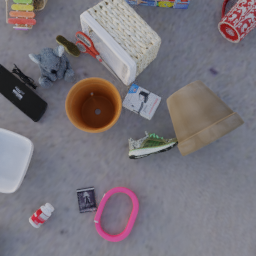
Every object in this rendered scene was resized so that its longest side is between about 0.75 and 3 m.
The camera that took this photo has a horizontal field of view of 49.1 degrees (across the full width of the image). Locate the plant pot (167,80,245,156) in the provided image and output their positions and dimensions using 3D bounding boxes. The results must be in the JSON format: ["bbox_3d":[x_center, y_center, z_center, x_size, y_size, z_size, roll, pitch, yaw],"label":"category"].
[{"bbox_3d":[2.325,-0.425,9.297,2.248,2.248,1.951,-29,83,-4],"label":"plant pot"}]

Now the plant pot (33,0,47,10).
[{"bbox_3d":[-3.656,-5.572,10.366,1.909,1.909,1.282,23,74,3],"label":"plant pot"}]

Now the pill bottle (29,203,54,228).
[{"bbox_3d":[-3.025,3.055,9.859,0.463,0.463,0.825,45,84,5],"label":"pill bottle"}]

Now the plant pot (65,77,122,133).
[{"bbox_3d":[-1.151,-0.694,9.929,1.878,1.315,1.878,0,82,-1],"label":"plant pot"}]

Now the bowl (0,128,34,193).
[{"bbox_3d":[-4.490,1.111,9.962,2.090,0.780,2.087,18,83,2],"label":"bowl"}]

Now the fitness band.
[{"bbox_3d":[-0.396,3.032,9.921,1.373,0.358,1.912,21,84,3],"label":"fitness band"}]

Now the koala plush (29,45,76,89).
[{"bbox_3d":[-2.774,-2.381,10.018,1.398,1.576,1.448,-15,82,-1],"label":"koala plush"}]

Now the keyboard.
[{"bbox_3d":[-3.958,-1.430,10.571,2.442,0.484,1.271,40,107,3],"label":"keyboard"}]

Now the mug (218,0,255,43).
[{"bbox_3d":[4.343,-4.304,10.650,1.919,1.703,1.280,-47,121,-1],"label":"mug"}]

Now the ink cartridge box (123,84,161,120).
[{"bbox_3d":[0.512,-0.964,10.371,1.194,0.500,0.866,27,83,4],"label":"ink cartridge box"}]

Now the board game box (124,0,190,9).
[{"bbox_3d":[0.971,-5.208,10.220,2.859,1.935,0.493,6,81,0],"label":"board game box"}]

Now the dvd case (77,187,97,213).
[{"bbox_3d":[-1.488,2.594,10.120,0.634,0.068,0.853,-9,83,-1],"label":"dvd case"}]

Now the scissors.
[{"bbox_3d":[-1.093,-2.694,10.483,2.310,0.845,0.161,40,52,5],"label":"scissors"}]

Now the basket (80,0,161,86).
[{"bbox_3d":[-0.233,-3.162,10.071,1.609,1.768,2.609,-40,84,-9],"label":"basket"}]

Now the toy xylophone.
[{"bbox_3d":[-4.182,-4.569,10.811,1.241,0.426,1.695,-5,92,1],"label":"toy xylophone"}]

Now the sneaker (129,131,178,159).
[{"bbox_3d":[0.918,0.464,10.094,2.036,0.783,0.902,-14,76,-4],"label":"sneaker"}]

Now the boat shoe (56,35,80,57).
[{"bbox_3d":[-2.304,-3.117,10.794,1.096,0.345,0.400,36,75,-2],"label":"boat shoe"}]
